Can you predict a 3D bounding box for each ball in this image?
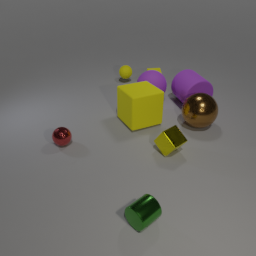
[{"bbox_3d":[1.094,-1.980,13.012,1.400,1.400,1.400,0,33,0],"label":"ball"},{"bbox_3d":[-2.390,0.303,10.133,0.700,0.700,0.700,0,33,0],"label":"ball"},{"bbox_3d":[-0.123,-2.954,14.771,0.700,0.700,0.700,0,33,0],"label":"ball"},{"bbox_3d":[2.820,-0.692,11.008,1.400,1.400,1.400,0,33,0],"label":"ball"}]

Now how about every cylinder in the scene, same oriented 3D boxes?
[{"bbox_3d":[2.863,-1.741,12.598,1.400,1.400,1.400,-10,35,-15],"label":"cylinder"},{"bbox_3d":[0.392,2.173,7.230,0.700,0.700,0.700,-27,41,-35],"label":"cylinder"}]

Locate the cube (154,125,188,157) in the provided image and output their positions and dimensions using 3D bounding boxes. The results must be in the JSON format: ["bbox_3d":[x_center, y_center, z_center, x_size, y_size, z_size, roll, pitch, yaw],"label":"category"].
[{"bbox_3d":[1.465,0.443,9.661,0.700,0.700,0.700,-24,73,-36],"label":"cube"}]

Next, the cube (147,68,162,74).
[{"bbox_3d":[1.346,-2.614,14.482,0.700,0.700,0.700,-4,50,-4],"label":"cube"}]

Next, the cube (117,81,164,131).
[{"bbox_3d":[0.471,-0.934,11.289,1.400,1.400,1.400,-14,32,-23],"label":"cube"}]
